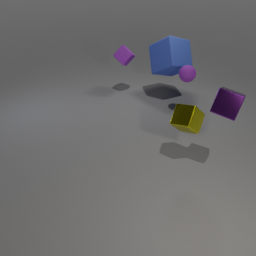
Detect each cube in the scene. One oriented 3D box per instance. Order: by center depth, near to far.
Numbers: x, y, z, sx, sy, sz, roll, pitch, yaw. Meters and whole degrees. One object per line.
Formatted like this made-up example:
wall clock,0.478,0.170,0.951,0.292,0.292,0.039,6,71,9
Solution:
cube,2.782,-0.690,7.781,0.700,0.700,0.700,24,20,18
cube,1.845,-0.279,8.680,0.700,0.700,0.700,11,-13,43
cube,2.009,-3.334,13.199,1.400,1.400,1.400,-3,-4,-39
cube,-0.181,-3.556,13.773,0.700,0.700,0.700,46,15,4

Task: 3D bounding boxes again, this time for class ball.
ball,2.466,-2.249,11.612,0.700,0.700,0.700,0,30,0
